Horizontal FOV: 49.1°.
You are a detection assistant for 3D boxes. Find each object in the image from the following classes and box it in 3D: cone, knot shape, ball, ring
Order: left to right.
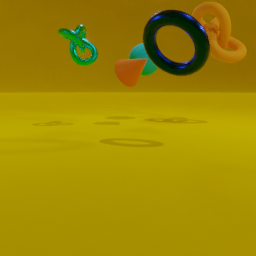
[{"bbox_3d":[-1.436,-2.423,7.853,0.585,1.265,1.184,-29,-30,23],"label":"knot shape"},{"bbox_3d":[0.239,-1.776,8.077,0.893,0.893,0.896,-8,-12,-45],"label":"cone"},{"bbox_3d":[0.577,-2.389,9.812,1.108,1.108,1.108,0,8,0],"label":"ball"},{"bbox_3d":[0.836,-1.480,5.005,1.278,1.278,0.256,7,47,40],"label":"ring"},{"bbox_3d":[2.746,-3.006,8.695,0.963,1.950,2.084,-30,28,22],"label":"knot shape"}]
